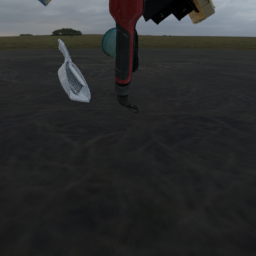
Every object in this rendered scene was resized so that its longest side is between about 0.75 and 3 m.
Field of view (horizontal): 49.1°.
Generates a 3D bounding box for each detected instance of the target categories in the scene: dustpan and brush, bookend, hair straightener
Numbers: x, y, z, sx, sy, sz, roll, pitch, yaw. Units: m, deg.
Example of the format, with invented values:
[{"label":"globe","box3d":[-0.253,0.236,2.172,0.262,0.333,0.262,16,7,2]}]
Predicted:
[{"label":"dustpan and brush","box3d":[-1.128,-1.140,5.458,0.366,1.278,0.892,-36,-8,14]},{"label":"bookend","box3d":[0.805,-2.314,5.443,0.861,0.396,0.855,-30,-20,26]},{"label":"hair straightener","box3d":[0.082,-1.526,4.318,0.555,2.714,1.044,1,27,8]}]

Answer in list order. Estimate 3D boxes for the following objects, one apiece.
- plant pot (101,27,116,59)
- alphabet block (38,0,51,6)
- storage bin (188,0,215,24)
[{"label":"plant pot","box3d":[-0.269,-3.035,10.564,1.174,1.174,1.150,-9,39,-24]},{"label":"alphabet block","box3d":[-1.860,-3.361,5.721,1.017,1.036,1.012,40,2,-4]},{"label":"storage bin","box3d":[1.463,-3.518,6.856,0.662,1.402,1.413,-27,-31,21]}]
